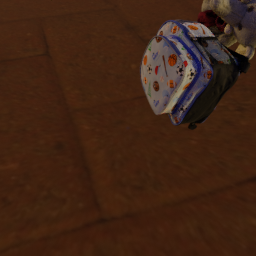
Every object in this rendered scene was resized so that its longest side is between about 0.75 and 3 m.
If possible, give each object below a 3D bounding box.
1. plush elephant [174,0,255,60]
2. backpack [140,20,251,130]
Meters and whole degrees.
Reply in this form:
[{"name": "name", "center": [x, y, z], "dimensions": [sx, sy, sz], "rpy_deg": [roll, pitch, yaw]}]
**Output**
[{"name": "plush elephant", "center": [2.089, -2.200, 5.479], "dimensions": [2.446, 2.014, 1.894], "rpy_deg": [20, 22, -8]}, {"name": "backpack", "center": [0.864, -0.942, 4.533], "dimensions": [1.202, 1.560, 1.486], "rpy_deg": [3, 51, -27]}]
